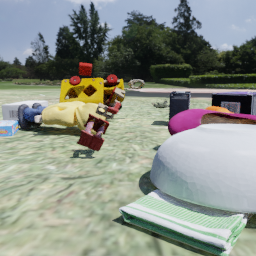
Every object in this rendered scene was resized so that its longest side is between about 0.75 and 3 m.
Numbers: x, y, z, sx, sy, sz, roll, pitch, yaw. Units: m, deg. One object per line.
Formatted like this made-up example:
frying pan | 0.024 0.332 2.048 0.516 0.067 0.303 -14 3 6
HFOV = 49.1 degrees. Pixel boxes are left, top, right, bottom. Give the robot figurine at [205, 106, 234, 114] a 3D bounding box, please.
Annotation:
robot figurine | 2.619 -0.279 8.320 0.858 0.695 1.192 22 4 -12

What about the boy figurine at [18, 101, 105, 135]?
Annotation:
boy figurine | -1.775 -0.330 8.066 2.742 0.883 1.705 5 11 24

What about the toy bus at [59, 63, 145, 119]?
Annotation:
toy bus | -1.110 -0.949 10.037 2.524 1.382 2.675 22 -34 -35

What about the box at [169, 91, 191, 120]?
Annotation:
box | 1.725 -0.661 9.300 0.672 1.082 1.091 2 10 14

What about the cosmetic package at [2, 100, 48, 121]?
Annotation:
cosmetic package | -3.573 -0.575 9.908 0.894 0.705 1.661 1 9 11

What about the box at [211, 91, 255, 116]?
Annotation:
box | 4.126 -0.779 10.132 1.465 1.033 1.980 8 13 42

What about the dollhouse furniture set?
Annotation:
dollhouse furniture set | -0.517 -0.198 5.292 0.469 1.154 0.621 23 33 -8

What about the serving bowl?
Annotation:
serving bowl | 1.498 0.366 3.865 2.365 0.778 2.365 1 6 0

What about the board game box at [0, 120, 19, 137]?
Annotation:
board game box | -3.661 0.007 7.784 1.043 0.292 1.022 -2 10 -11

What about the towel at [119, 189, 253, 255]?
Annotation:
towel | 0.803 0.851 3.242 1.214 0.186 1.591 6 12 35

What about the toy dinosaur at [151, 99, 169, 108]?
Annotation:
toy dinosaur | 1.904 -1.256 14.926 1.553 0.369 0.685 -2 25 -16

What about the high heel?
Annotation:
high heel | 2.152 -0.033 6.075 2.599 0.876 1.249 -2 -1 -31
